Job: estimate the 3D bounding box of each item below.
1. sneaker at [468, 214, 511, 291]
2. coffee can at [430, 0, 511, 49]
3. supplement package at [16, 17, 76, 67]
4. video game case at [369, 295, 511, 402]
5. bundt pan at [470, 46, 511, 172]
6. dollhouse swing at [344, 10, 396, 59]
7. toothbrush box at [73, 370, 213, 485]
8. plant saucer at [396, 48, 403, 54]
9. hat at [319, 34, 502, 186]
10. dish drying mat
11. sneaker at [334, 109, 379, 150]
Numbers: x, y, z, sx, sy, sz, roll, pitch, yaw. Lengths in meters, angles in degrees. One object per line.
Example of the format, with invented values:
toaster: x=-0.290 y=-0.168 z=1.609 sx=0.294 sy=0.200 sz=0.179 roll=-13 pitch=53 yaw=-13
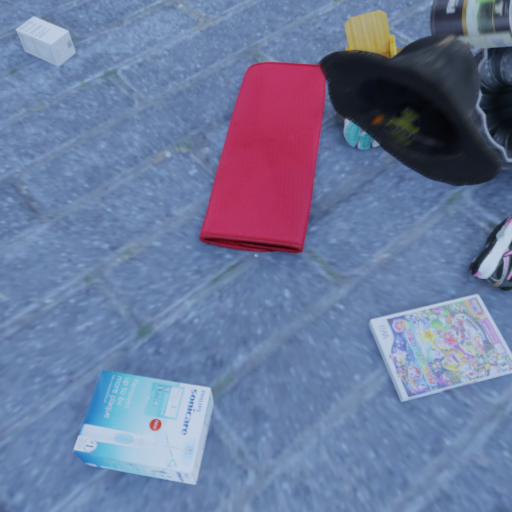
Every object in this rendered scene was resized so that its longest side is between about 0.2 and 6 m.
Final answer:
sneaker: x=4.104 y=-0.093 z=8.934 sx=0.760 sy=0.707 sz=1.760 roll=41 pitch=68 yaw=6
coffee can: x=3.432 y=-3.594 z=8.322 sx=0.973 sy=0.973 sz=1.329 roll=-41 pitch=35 yaw=-24
supplement package: x=-4.483 y=-4.581 z=11.954 sx=1.012 sy=0.576 sz=0.554 roll=27 pitch=61 yaw=17
video game case: x=2.706 y=1.305 z=8.171 sx=1.779 sy=0.160 sz=1.274 roll=-12 pitch=57 yaw=-8
bundt pan: x=4.637 y=-2.685 z=9.844 sx=2.693 sy=1.011 sz=2.693 roll=0 pitch=90 yaw=-18
dollhouse swing: x=2.284 y=-4.287 z=11.396 sx=1.010 sy=0.888 sz=0.918 roll=-6 pitch=53 yaw=19
toothbrush box: x=-1.402 y=2.211 z=7.255 sx=1.512 sy=0.645 sz=1.107 roll=10 pitch=56 yaw=5
plant saucer: x=3.009 y=-4.020 z=11.789 sx=1.243 sy=0.220 sz=1.243 roll=0 pitch=55 yaw=0
hat: x=1.907 y=-1.801 z=6.266 sx=2.524 sy=2.524 sz=1.018 roll=37 pitch=90 yaw=22
dish drying mat: x=0.273 y=-1.984 z=10.299 sx=1.741 sy=0.412 sz=4.532 roll=7 pitch=57 yaw=6
sneaker: x=2.853 y=-3.144 z=10.670 sx=3.085 sy=1.197 sz=1.407 roll=-17 pitch=53 yaw=-13
